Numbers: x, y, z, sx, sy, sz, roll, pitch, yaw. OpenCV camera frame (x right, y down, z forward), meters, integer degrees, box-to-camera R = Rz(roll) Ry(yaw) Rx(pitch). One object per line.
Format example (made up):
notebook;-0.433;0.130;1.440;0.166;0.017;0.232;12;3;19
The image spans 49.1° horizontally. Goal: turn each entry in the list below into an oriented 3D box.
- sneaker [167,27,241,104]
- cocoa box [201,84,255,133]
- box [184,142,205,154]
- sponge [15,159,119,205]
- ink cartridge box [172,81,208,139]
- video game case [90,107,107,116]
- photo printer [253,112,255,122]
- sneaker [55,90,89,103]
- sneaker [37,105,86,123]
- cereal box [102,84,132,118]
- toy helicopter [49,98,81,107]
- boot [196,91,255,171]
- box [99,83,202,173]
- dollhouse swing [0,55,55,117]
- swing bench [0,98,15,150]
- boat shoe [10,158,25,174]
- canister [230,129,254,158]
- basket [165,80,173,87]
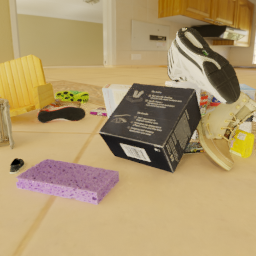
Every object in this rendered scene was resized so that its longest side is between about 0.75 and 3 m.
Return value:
sneaker;2.041;-1.524;8.013;0.934;2.475;1.424;-30;-11;-25
cocoa box;3.689;-0.919;11.804;2.722;1.786;1.815;2;17;7
box;2.063;0.655;9.331;0.908;0.181;0.622;-3;17;-11
sponge;-1.482;1.271;6.993;2.237;0.334;1.248;6;18;20
ink cartridge box;2.276;-0.929;10.599;1.327;2.435;0.613;20;25;41
video game case;-1.186;-0.837;14.339;1.165;0.209;1.056;7;18;23
photo printer;6.414;-0.591;12.888;1.597;0.555;1.329;-12;20;-37
sneaker;-3.404;-1.795;16.671;0.986;0.874;2.359;10;10;39
sneaker;-3.138;-0.757;13.155;2.165;0.723;1.160;-7;20;-15
cereal box;0.302;-0.815;11.335;2.575;1.852;0.509;9;37;23
toy helicopter;-3.628;-1.281;14.771;2.263;0.893;1.496;2;19;-1
boot;3.061;-0.057;8.292;0.892;1.905;2.451;39;24;-21
box;0.722;-0.106;8.305;2.154;1.286;2.191;12;56;35
dollhouse swing;-5.251;-1.928;12.873;2.831;2.489;2.572;-13;13;9
swing bench;-4.732;-0.117;9.412;1.628;1.619;1.056;-5;17;-18
boat shoe;-3.168;1.004;7.969;0.319;0.283;0.853;0;16;0
canister;3.431;0.402;9.053;0.497;0.853;1.148;-9;21;-28
basket;3.443;-2.447;18.184;1.242;1.130;1.832;-15;23;-42
